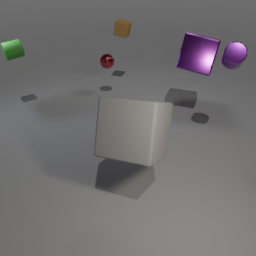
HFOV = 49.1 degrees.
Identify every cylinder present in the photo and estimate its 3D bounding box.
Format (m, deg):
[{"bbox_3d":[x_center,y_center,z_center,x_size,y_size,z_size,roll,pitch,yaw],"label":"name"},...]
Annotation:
[{"bbox_3d":[3.450,-2.339,9.128,0.700,0.700,0.700,7,-3,12],"label":"cylinder"},{"bbox_3d":[-4.666,-3.167,11.362,0.700,0.700,0.700,-24,37,-24],"label":"cylinder"}]

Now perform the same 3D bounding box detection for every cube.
[{"bbox_3d":[-0.283,-5.123,14.456,0.700,0.700,0.700,18,32,7],"label":"cube"},{"bbox_3d":[2.920,-3.051,11.664,1.400,1.400,1.400,18,17,11],"label":"cube"},{"bbox_3d":[0.166,0.012,6.745,1.400,1.400,1.400,9,7,22],"label":"cube"}]

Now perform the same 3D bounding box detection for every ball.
[{"bbox_3d":[-0.999,-3.190,13.418,0.700,0.700,0.700,0,30,0],"label":"ball"}]
